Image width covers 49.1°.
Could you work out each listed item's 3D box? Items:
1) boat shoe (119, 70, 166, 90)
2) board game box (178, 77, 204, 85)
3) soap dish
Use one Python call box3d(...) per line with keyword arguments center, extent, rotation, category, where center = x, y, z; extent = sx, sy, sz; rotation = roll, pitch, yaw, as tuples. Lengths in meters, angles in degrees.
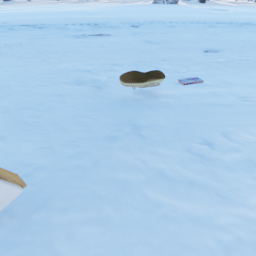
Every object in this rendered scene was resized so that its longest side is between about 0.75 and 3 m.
box3d(center=(0.471, -1.560, 9.433), extent=(1.711, 0.536, 0.627), rotation=(-8, 56, -25), category="boat shoe")
box3d(center=(2.454, -1.847, 10.980), extent=(0.896, 0.087, 0.461), rotation=(-11, 34, -19), category="board game box")
box3d(center=(-2.227, 0.987, 4.342), extent=(1.003, 0.789, 0.407), rotation=(-38, 49, 12), category="soap dish")
